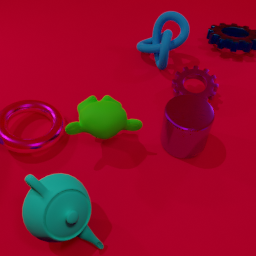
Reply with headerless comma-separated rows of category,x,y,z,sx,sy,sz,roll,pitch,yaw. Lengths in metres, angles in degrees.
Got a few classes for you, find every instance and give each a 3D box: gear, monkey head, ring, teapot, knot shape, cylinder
gear,3.638,-3.136,9.630,1.769,0.327,1.769,2,40,-1
monkey head,-0.610,-0.093,6.532,1.735,1.248,1.045,-3,44,-17
ring,-2.493,-0.086,7.153,1.764,0.353,1.764,7,46,-8
gear,1.878,-1.196,7.922,1.251,0.231,1.251,-1,63,3
teapot,-1.207,1.587,5.275,1.292,2.078,1.017,-48,28,-25
knot shape,1.009,-2.760,8.967,1.660,0.820,1.774,14,81,53
cylinder,1.397,-0.027,6.768,1.140,1.140,1.140,0,51,0
